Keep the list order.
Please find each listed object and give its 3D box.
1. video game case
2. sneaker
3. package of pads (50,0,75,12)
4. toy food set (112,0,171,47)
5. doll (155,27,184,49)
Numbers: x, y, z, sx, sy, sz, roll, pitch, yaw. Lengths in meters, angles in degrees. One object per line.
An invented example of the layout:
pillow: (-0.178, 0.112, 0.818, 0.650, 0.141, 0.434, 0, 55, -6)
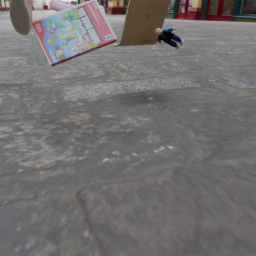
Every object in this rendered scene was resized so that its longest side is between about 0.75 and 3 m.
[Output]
video game case: (-1.501, -2.685, 7.818, 1.999, 1.429, 0.174, -25, -10, -11)
sneaker: (-2.669, -3.333, 7.340, 0.615, 1.635, 0.855, 15, 42, 10)
package of pads: (-2.054, -3.978, 9.357, 1.013, 0.383, 0.611, 31, 24, 26)
toy food set: (0.471, -4.191, 10.194, 1.849, 2.576, 0.778, -14, 47, -34)
doll: (1.483, -3.333, 10.219, 1.238, 0.845, 0.300, 15, 52, -34)
